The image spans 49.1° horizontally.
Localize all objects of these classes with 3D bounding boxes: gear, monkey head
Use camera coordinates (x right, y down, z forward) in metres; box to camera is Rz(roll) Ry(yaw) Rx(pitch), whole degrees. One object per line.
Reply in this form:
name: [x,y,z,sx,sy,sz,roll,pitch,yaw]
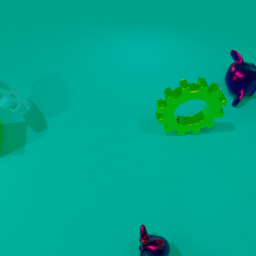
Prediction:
gear: [-3.653,-1.031,8.333,0.296,1.602,1.602,-48,56,6]
monkey head: [0.551,2.418,5.907,0.640,1.062,0.764,-7,61,6]
gear: [1.772,-0.549,7.979,1.952,1.952,0.361,-3,49,-3]
monkey head: [3.969,-1.707,9.385,1.166,1.392,1.934,0,86,-17]

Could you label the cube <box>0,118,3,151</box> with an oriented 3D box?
cube: [-4.473,0.013,7.860,1.380,1.380,1.380,-9,49,-8]
